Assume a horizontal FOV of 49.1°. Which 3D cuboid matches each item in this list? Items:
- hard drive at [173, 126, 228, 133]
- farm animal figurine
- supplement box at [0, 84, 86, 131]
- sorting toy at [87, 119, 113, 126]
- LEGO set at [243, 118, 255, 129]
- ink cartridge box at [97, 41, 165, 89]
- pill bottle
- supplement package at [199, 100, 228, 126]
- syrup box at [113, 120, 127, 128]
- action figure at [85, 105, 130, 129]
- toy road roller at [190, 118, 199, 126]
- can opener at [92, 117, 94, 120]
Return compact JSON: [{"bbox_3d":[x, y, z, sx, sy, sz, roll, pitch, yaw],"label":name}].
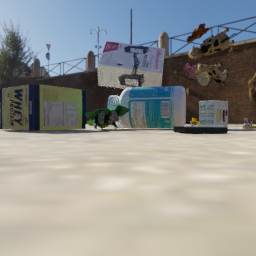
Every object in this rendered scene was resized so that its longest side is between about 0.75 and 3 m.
[{"bbox_3d":[1.464,0.029,5.736,0.909,0.149,0.634,0,1,-11],"label":"hard drive"},{"bbox_3d":[2.931,-2.616,10.778,1.914,2.370,1.192,27,49,32],"label":"farm animal figurine"},{"bbox_3d":[-2.537,-0.559,8.411,1.822,1.223,1.820,1,1,39],"label":"supplement box"},{"bbox_3d":[-1.050,-0.304,17.133,2.762,0.406,2.041,4,7,22],"label":"sorting toy"},{"bbox_3d":[4.177,-0.150,9.384,0.465,0.376,1.011,0,1,-14],"label":"LEGO set"},{"bbox_3d":[0.214,-2.919,13.303,2.943,2.130,1.241,8,-42,4],"label":"ink cartridge box"},{"bbox_3d":[0.675,-0.715,9.910,2.661,1.474,1.474,1,1,14],"label":"pill bottle"},{"bbox_3d":[5.263,-0.873,17.199,1.479,1.546,1.137,-2,2,-40],"label":"supplement package"},{"bbox_3d":[-0.383,-0.230,12.667,0.429,0.415,1.053,0,1,-15],"label":"syrup box"},{"bbox_3d":[-0.746,-0.252,9.157,1.304,0.604,2.208,-1,-6,-9],"label":"action figure"},{"bbox_3d":[4.667,-0.415,19.249,0.757,0.553,0.465,0,1,-2],"label":"toy road roller"},{"bbox_3d":[-0.564,-0.526,14.300,2.777,1.092,0.880,8,-31,20],"label":"can opener"}]
